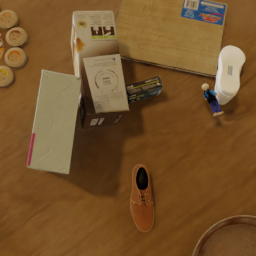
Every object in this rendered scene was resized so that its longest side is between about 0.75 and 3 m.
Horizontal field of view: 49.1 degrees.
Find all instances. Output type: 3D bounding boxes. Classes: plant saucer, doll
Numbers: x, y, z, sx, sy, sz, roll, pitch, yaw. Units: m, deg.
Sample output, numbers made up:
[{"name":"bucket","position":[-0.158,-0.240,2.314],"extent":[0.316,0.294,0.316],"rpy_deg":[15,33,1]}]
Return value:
[{"name":"plant saucer","position":[2.603,3.244,6.232],"extent":[2.551,0.439,2.551],"rpy_deg":[0,80,-1]},{"name":"doll","position":[1.941,-0.674,6.464],"extent":[0.189,0.533,0.782],"rpy_deg":[-28,92,-16]}]

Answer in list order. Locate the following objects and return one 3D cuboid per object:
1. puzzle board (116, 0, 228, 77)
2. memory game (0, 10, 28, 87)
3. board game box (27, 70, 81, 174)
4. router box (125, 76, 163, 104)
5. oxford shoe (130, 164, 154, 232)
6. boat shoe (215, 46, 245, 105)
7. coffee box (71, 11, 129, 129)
[{"name":"puzzle board","position":[1.100,-2.605,7.472],"extent":[2.815,0.245,2.121],"rpy_deg":[12,78,2]},{"name":"memory game","position":[-4.037,-2.130,7.398],"extent":[2.823,0.180,2.823],"rpy_deg":[0,79,0]},{"name":"board game box","position":[-1.511,0.020,5.792],"extent":[0.746,2.320,1.712],"rpy_deg":[9,80,-13]},{"name":"router box","position":[0.374,-0.925,6.909],"extent":[0.904,0.677,0.281],"rpy_deg":[-18,79,-3]},{"name":"oxford shoe","position":[0.314,1.626,6.489],"extent":[0.561,0.560,1.572],"rpy_deg":[-6,81,-3]},{"name":"boat shoe","position":[2.493,-1.323,6.978],"extent":[0.653,0.622,1.814],"rpy_deg":[15,55,-1]},{"name":"coffee box","position":[-0.731,-1.304,6.575],"extent":[0.942,1.352,2.364],"rpy_deg":[-6,78,-14]}]
